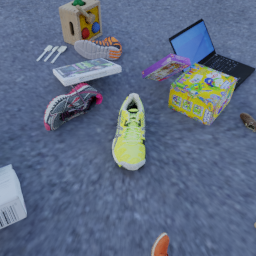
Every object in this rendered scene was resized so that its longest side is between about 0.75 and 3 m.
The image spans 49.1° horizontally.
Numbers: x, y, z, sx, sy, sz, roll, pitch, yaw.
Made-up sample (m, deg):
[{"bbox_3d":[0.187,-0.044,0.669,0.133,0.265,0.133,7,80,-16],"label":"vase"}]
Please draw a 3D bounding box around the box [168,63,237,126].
[{"bbox_3d":[2.663,-1.265,10.086,1.712,1.085,1.778,29,51,26],"label":"box"}]

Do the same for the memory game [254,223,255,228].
[{"bbox_3d":[3.642,2.546,6.950,0.965,0.061,0.965,0,45,0],"label":"memory game"}]

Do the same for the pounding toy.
[{"bbox_3d":[-2.140,-5.137,13.229,1.558,2.192,2.018,26,50,24],"label":"pounding toy"}]

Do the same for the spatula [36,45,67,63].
[{"bbox_3d":[-3.551,-3.472,13.034,1.008,0.116,1.449,11,45,9],"label":"spatula"}]

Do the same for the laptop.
[{"bbox_3d":[3.538,-3.000,11.550,2.952,1.525,2.616,32,53,28],"label":"laptop"}]

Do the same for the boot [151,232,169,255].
[{"bbox_3d":[0.773,2.844,6.024,0.580,0.406,1.082,13,85,42],"label":"boot"}]

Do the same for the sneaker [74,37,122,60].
[{"bbox_3d":[-1.319,-3.743,12.926,2.146,0.832,1.202,12,41,-2],"label":"sneaker"}]

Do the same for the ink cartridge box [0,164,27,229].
[{"bbox_3d":[-4.026,1.988,6.666,2.877,0.635,2.930,-22,14,-20],"label":"ink cartridge box"}]

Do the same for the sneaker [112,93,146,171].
[{"bbox_3d":[0.031,0.050,8.759,1.073,1.087,2.846,-1,46,-3],"label":"sneaker"}]

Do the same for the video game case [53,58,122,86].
[{"bbox_3d":[-1.701,-2.295,11.134,2.215,0.285,2.437,-18,26,-17],"label":"video game case"}]

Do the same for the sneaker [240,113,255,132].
[{"bbox_3d":[4.114,-0.203,9.572,0.330,0.308,0.873,-25,49,-20],"label":"sneaker"}]

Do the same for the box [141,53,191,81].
[{"bbox_3d":[1.427,-2.260,10.645,1.080,1.578,0.308,1,74,-40],"label":"box"}]

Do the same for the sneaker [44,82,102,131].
[{"bbox_3d":[-1.891,-0.735,9.646,0.911,0.983,2.439,31,53,19],"label":"sneaker"}]
